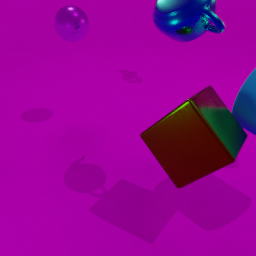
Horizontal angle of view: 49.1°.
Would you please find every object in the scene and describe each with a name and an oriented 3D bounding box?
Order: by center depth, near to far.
[{"bbox_3d":[0.881,-1.773,4.344,0.978,0.770,1.574,-46,45,1],"label":"teapot"},{"bbox_3d":[1.084,0.125,4.562,1.080,1.080,1.080,55,37,3],"label":"cube"},{"bbox_3d":[2.679,-0.322,4.664,1.313,1.313,1.313,-24,46,-31],"label":"cylinder"},{"bbox_3d":[-1.413,-2.613,7.047,0.876,0.876,0.876,0,34,0],"label":"ball"}]
